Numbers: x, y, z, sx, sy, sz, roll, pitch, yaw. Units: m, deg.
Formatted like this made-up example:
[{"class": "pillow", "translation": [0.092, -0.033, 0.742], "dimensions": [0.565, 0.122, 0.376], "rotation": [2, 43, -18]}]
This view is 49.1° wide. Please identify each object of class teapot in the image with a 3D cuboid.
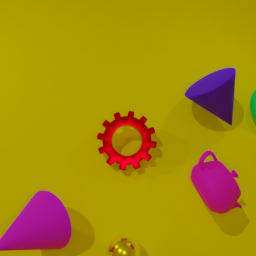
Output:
[{"class": "teapot", "translation": [2.102, 1.333, 6.467], "dimensions": [0.974, 1.989, 1.237], "rotation": [-30, 24, 0]}]

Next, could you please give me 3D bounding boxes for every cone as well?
[{"class": "cone", "translation": [2.674, -0.684, 8.091], "dimensions": [1.517, 1.517, 1.523], "rotation": [-38, 107, -16]}, {"class": "cone", "translation": [-2.318, 2.348, 6.232], "dimensions": [1.483, 1.483, 1.489], "rotation": [47, 31, 19]}]

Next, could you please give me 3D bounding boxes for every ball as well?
[{"class": "ball", "translation": [-0.102, 2.969, 6.654], "dimensions": [0.787, 0.787, 0.787], "rotation": [0, 65, 0]}]

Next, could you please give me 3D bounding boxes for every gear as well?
[{"class": "gear", "translation": [-0.032, 0.357, 7.877], "dimensions": [1.635, 0.302, 1.635], "rotation": [0, 84, -1]}]

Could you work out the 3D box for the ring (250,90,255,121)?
[{"class": "ring", "translation": [4.443, -0.618, 8.456], "dimensions": [1.572, 0.314, 1.572], "rotation": [2, 76, -7]}]
